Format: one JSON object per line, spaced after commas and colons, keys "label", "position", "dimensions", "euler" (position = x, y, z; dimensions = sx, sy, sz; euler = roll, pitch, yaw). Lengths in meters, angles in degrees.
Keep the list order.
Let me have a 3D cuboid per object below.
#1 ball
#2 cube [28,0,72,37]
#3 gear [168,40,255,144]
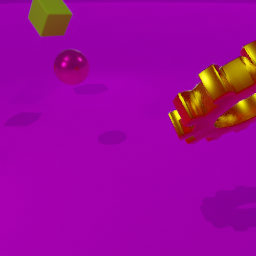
{"label": "ball", "position": [-1.337, -1.437, 6.652], "dimensions": [0.843, 0.843, 0.843], "euler": [0, 27, 0]}
{"label": "cube", "position": [-2.798, -4.019, 10.046], "dimensions": [1.007, 1.007, 1.007], "euler": [-21, 70, -42]}
{"label": "gear", "position": [1.558, -0.416, 3.716], "dimensions": [2.025, 2.025, 0.374], "euler": [-12, 67, -22]}
